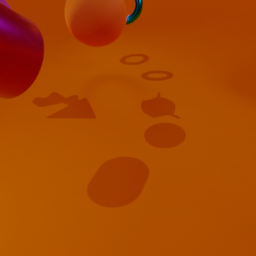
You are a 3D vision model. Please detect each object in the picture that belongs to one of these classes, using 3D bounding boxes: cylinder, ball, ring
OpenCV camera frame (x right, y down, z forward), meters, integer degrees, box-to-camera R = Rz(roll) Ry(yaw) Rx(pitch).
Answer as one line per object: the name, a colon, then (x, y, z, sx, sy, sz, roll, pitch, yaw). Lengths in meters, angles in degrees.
cylinder: (-1.858, -1.040, 3.460, 1.151, 1.151, 1.151, 25, 5, 29)
ball: (-0.554, -1.966, 4.869, 1.071, 1.071, 1.071, 0, 38, 0)
ring: (-0.124, -3.650, 8.298, 1.144, 1.144, 0.229, 8, 17, 10)

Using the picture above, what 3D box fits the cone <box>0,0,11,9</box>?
cone: (-3.216, -2.336, 6.118, 1.276, 1.271, 1.271, -33, 43, 0)
